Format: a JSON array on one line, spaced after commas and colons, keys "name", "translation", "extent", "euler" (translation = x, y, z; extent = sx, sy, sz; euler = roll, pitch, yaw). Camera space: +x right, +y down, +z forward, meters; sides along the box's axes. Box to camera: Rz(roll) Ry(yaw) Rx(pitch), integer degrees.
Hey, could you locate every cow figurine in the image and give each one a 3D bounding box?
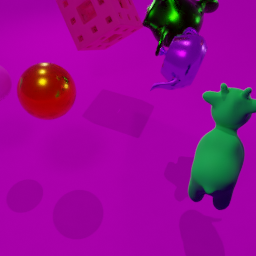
[{"name": "cow figurine", "translation": [1.043, 0.182, 3.106], "extent": [0.646, 1.158, 1.177], "euler": [15, 49, 21]}]

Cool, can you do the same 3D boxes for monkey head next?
[{"name": "monkey head", "translation": [0.933, -2.206, 5.297], "extent": [1.780, 1.280, 1.072], "euler": [-40, 73, -16]}]

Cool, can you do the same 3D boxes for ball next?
[{"name": "ball", "translation": [-1.442, -0.653, 5.010], "extent": [1.023, 1.023, 1.023], "euler": [0, 42, 0]}, {"name": "ball", "translation": [-2.635, -0.858, 5.351], "extent": [0.772, 0.772, 0.772], "euler": [0, 42, 0]}]

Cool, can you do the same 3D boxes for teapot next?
[{"name": "teapot", "translation": [0.767, -1.008, 4.226], "extent": [0.654, 0.831, 1.337], "euler": [25, 69, 7]}]

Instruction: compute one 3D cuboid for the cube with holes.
[{"name": "cube with holes", "translation": [-0.712, -3.026, 7.435], "extent": [1.399, 1.399, 1.399], "euler": [-21, 5, 31]}]
